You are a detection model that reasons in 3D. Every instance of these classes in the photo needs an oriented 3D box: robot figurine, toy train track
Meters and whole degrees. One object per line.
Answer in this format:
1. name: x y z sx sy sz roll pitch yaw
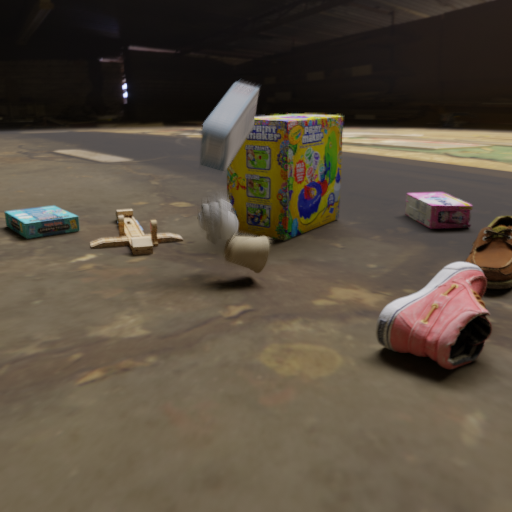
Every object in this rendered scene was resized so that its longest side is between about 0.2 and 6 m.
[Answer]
1. robot figurine: -0.669 -0.617 10.071 0.528 0.793 0.936 19 -9 33
2. toy train track: -2.845 -0.738 12.833 1.967 0.558 3.430 -6 17 -19

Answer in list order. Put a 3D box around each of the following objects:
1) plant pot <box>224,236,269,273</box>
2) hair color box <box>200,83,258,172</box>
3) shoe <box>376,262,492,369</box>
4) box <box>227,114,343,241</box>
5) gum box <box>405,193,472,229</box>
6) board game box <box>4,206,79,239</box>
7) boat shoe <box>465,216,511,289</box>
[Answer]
1. plant pot: -0.198 -0.073 9.770 0.612 0.668 0.668 11 12 -23
2. hair color box: -0.501 -2.508 10.789 0.538 0.879 1.775 18 45 8
3. shoe: 2.693 0.776 7.409 2.315 0.827 1.053 -20 27 -37
4. box: 0.714 -1.998 13.394 1.659 2.619 2.719 11 20 33
5. gum box: 4.571 -1.152 14.111 1.019 0.594 1.796 -2 17 -5
6. board game box: -5.128 -0.822 13.378 1.229 0.382 1.627 -13 21 -36
7. boat shoe: 4.320 -0.134 10.181 0.944 0.892 2.623 8 18 24
